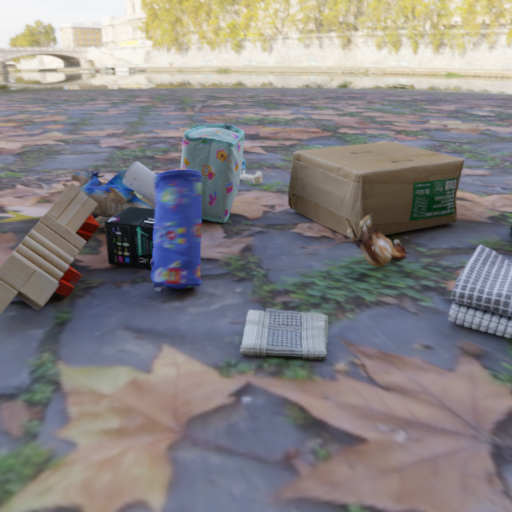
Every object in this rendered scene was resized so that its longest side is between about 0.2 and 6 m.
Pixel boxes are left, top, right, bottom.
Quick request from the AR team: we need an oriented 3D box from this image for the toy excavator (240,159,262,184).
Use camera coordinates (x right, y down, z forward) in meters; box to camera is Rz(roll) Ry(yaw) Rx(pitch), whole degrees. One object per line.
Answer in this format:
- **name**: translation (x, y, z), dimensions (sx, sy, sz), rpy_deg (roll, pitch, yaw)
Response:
- **toy excavator**: translation (-0.562, -2.668, 17.911), dimensions (1.431, 0.735, 1.472), rpy_deg (-3, 34, -2)

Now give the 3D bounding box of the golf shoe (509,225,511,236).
- **golf shoe**: translation (6.409, -0.560, 12.359), dimensions (1.261, 1.037, 2.668), rpy_deg (24, 28, 10)

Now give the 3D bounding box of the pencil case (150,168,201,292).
- **pencil case**: translation (-1.468, -0.473, 10.225), dimensions (0.970, 2.235, 0.872), rpy_deg (1, -1, 15)

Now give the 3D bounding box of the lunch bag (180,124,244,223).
- **lunch bag**: translation (-1.140, -2.277, 14.692), dimensions (1.559, 2.178, 2.557), rpy_deg (9, 22, 3)

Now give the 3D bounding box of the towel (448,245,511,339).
- **towel**: translation (4.224, 0.599, 9.263), dimensions (1.691, 0.874, 2.043), rpy_deg (12, 25, 26)

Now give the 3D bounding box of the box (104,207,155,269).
- **box**: translation (-2.146, -0.368, 11.557), dimensions (1.552, 0.964, 1.152), rpy_deg (6, 22, 16)

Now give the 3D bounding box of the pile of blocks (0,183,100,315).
- **pile of blocks**: translation (-3.886, 0.152, 10.442), dimensions (1.216, 1.607, 3.914), rpy_deg (39, 26, -18)

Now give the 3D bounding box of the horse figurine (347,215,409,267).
- **horse figurine**: translation (2.423, -0.221, 11.250), dimensions (0.442, 1.173, 1.770), rpy_deg (-36, -3, 28)

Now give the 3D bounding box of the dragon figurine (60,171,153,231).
- **dragon figurine**: translation (-3.343, -1.390, 13.812), dimensions (4.080, 1.201, 2.028), rpy_deg (7, 23, 19)

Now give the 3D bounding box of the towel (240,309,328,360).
- **towel**: translation (0.467, 1.168, 8.703), dimensions (1.303, 0.234, 1.354), rpy_deg (2, 21, 6)

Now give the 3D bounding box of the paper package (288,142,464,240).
- **paper package**: translation (2.943, -1.732, 14.061), dimensions (3.214, 1.663, 3.064), rpy_deg (-10, 24, -26)

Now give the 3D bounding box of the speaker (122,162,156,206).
- **speaker**: translation (-2.378, -1.548, 13.427), dimensions (1.597, 0.649, 0.649), rpy_deg (34, 27, 2)
